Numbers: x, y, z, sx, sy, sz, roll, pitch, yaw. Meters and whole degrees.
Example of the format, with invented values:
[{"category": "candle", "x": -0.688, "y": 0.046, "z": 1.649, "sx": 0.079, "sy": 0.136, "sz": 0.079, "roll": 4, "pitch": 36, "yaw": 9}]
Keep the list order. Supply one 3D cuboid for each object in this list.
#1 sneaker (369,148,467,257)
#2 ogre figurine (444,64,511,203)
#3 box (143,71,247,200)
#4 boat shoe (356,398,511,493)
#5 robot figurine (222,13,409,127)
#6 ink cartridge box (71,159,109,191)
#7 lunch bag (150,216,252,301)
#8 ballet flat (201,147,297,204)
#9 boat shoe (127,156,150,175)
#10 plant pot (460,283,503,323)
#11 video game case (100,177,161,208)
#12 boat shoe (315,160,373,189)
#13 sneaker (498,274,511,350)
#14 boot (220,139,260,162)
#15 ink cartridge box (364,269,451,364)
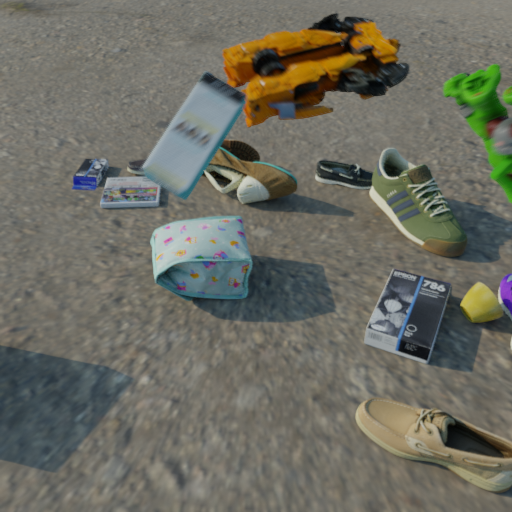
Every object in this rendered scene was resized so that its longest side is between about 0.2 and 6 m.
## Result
[{"category": "sneaker", "x": 3.363, "y": -1.260, "z": 11.766, "sx": 0.968, "sy": 1.296, "sz": 2.887, "roll": -15, "pitch": 40, "yaw": -19}, {"category": "ogre figurine", "x": 3.760, "y": -1.721, "z": 7.840, "sx": 1.380, "sy": 1.686, "sz": 2.813, "roll": -45, "pitch": 28, "yaw": -17}, {"category": "box", "x": -0.640, "y": -1.271, "z": 5.932, "sx": 0.522, "sy": 0.312, "sz": 1.268, "roll": 31, "pitch": 79, "yaw": 0}, {"category": "boat shoe", "x": 2.423, "y": 2.364, "z": 7.556, "sx": 2.161, "sy": 0.697, "sz": 0.770, "roll": 17, "pitch": 41, "yaw": 21}, {"category": "robot figurine", "x": 1.077, "y": -3.299, "z": 9.878, "sx": 3.074, "sy": 0.895, "sz": 2.229, "roll": -14, "pitch": 56, "yaw": -10}, {"category": "ink cartridge box", "x": -4.034, "y": -1.989, "z": 13.601, "sx": 0.597, "sy": 0.235, "sz": 1.201, "roll": 3, "pitch": 39, "yaw": 2}, {"category": "lunch bag", "x": -1.049, "y": 0.024, "z": 10.314, "sx": 1.754, "sy": 1.069, "sz": 1.494, "roll": -1, "pitch": 38, "yaw": -11}, {"category": "ballet flat", "x": -0.358, "y": -1.763, "z": 12.875, "sx": 2.729, "sy": 0.925, "sz": 0.987, "roll": 27, "pitch": 65, "yaw": 29}, {"category": "boat shoe", "x": -2.370, "y": -2.375, "z": 13.843, "sx": 1.638, "sy": 0.531, "sz": 0.589, "roll": -7, "pitch": 38, "yaw": -8}, {"category": "plant pot", "x": 3.816, "y": 0.872, "z": 9.627, "sx": 0.486, "sy": 0.684, "sz": 0.684, "roll": -32, "pitch": 42, "yaw": 0}, {"category": "video game case", "x": -2.881, "y": -1.486, "z": 13.015, "sx": 1.295, "sy": 0.149, "sz": 1.180, "roll": -2, "pitch": 37, "yaw": -4}, {"category": "boat shoe", "x": 2.210, "y": -1.957, "z": 13.343, "sx": 1.592, "sy": 0.480, "sz": 0.602, "roll": 5, "pitch": 38, "yaw": 7}, {"category": "sneaker", "x": 4.607, "y": 0.796, "z": 9.364, "sx": 0.681, "sy": 0.974, "sz": 1.959, "roll": 5, "pitch": 39, "yaw": 7}, {"category": "boot", "x": -0.728, "y": -2.681, "z": 14.182, "sx": 1.748, "sy": 0.656, "sz": 0.937, "roll": 16, "pitch": 14, "yaw": 0}, {"category": "ink cartridge box", "x": 2.712, "y": 0.861, "z": 9.756, "sx": 1.083, "sy": 0.427, "sz": 2.177, "roll": 15, "pitch": 39, "yaw": 20}]
